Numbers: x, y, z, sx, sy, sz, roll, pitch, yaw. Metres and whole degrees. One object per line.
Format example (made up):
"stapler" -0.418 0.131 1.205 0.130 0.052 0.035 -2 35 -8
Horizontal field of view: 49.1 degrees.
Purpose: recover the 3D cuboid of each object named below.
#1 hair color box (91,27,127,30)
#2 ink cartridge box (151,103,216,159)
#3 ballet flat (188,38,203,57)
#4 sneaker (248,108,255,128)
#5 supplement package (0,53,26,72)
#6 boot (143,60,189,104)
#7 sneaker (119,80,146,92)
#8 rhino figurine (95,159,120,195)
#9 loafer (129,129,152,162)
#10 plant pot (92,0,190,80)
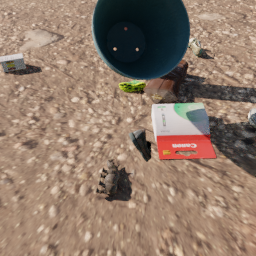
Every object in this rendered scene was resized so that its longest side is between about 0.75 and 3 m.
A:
"hair color box" -0.388 -4.601 10.612 1.292 2.330 0.745 37 29 20
"ink cartridge box" 1.785 0.025 9.247 1.828 0.569 2.272 -1 39 -1
"ballet flat" 3.381 -4.183 14.129 0.538 0.597 1.587 7 36 -21
"sneaker" 4.560 -0.247 9.423 0.621 0.690 1.599 1 40 1
"supplement package" -5.227 -2.968 12.740 0.977 0.556 0.535 -15 41 -15
"boot" 1.020 -2.122 11.592 2.640 0.910 2.832 13 46 18
"sneaker" 0.178 -1.720 11.468 1.103 0.409 0.461 -2 24 -5
"rhino figurine" -0.502 1.334 7.791 0.548 0.375 1.254 21 40 -6
"loafer" 0.318 0.335 5.188 0.307 0.978 0.351 -30 55 3
"plant pot" 0.167 -2.720 8.270 2.736 2.736 1.842 -13 8 -15
